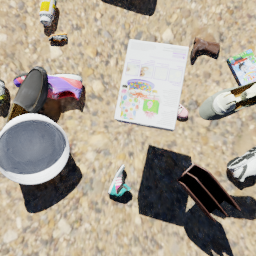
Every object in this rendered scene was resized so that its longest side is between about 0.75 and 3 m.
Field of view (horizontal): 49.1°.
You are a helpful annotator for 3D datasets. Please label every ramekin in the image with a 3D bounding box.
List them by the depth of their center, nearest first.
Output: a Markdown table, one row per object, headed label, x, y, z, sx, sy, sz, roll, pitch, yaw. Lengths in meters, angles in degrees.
| label | x | y | z | sx | sy | sz | roll | pitch | yaw |
| --- | --- | --- | --- | --- | --- | --- | --- | --- | --- |
| ramekin | -3.505 | 0.661 | 10.290 | 2.531 | 1.328 | 2.531 | -8 | 112 | -20 |

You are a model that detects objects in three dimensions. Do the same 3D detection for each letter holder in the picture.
| label | x | y | z | sx | sy | sz | roll | pitch | yaw |
| --- | --- | --- | --- | --- | --- | --- | --- | --- | --- |
| letter holder | 2.628 | 2.187 | 9.130 | 0.892 | 1.261 | 1.774 | -41 | 100 | -6 |

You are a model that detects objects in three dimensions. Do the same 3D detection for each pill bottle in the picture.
| label | x | y | z | sx | sy | sz | roll | pitch | yaw |
| --- | --- | --- | --- | --- | --- | --- | --- | --- | --- |
| pill bottle | -3.446 | -5.001 | 11.995 | 0.628 | 0.628 | 1.114 | 6 | 81 | 1 |

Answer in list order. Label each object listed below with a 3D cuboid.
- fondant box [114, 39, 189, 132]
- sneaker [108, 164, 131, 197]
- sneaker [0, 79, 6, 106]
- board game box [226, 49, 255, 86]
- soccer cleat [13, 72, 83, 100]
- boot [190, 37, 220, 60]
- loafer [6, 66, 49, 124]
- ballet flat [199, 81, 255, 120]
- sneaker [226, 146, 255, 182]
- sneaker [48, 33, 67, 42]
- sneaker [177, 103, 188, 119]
| label | x | y | z | sx | sy | sz | roll | pitch | yaw |
| --- | --- | --- | --- | --- | --- | --- | --- | --- | --- |
| fondant box | 0.711 | -1.245 | 8.313 | 1.761 | 0.711 | 2.441 | 10 | 85 | 7 |
| sneaker | -0.198 | 2.123 | 10.897 | 0.775 | 0.537 | 1.283 | 24 | 90 | 9 |
| sneaker | -6.368 | -1.251 | 11.184 | 2.852 | 1.075 | 1.089 | -11 | 81 | 0 |
| board game box | 4.976 | -2.458 | 11.774 | 1.095 | 0.265 | 1.447 | -23 | 82 | -4 |
| soccer cleat | -3.242 | -1.645 | 11.303 | 2.777 | 0.947 | 1.016 | 0 | 76 | -4 |
| boot | 3.302 | -3.247 | 11.876 | 1.183 | 0.380 | 1.102 | 17 | 83 | -2 |
| loafer | -3.841 | -0.954 | 10.653 | 1.052 | 1.044 | 2.889 | 22 | 104 | 2 |
| ballet flat | 3.073 | -0.865 | 7.768 | 2.331 | 0.742 | 0.786 | -20 | 77 | 16 |
| sneaker | 4.989 | 1.317 | 11.011 | 2.200 | 0.811 | 0.880 | -28 | 95 | 0 |
| sneaker | -2.990 | -3.823 | 11.973 | 0.823 | 0.322 | 0.318 | -13 | 86 | -3 |
| sneaker | 1.856 | -0.908 | 11.298 | 1.413 | 0.739 | 0.532 | 38 | 81 | 4 |
